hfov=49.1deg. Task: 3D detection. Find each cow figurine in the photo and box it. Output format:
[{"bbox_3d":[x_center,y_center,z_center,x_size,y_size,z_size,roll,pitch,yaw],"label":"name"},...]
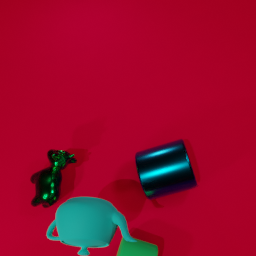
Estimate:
[{"bbox_3d":[-1.882,1.246,7.081,1.362,0.760,1.384,-32,53,31],"label":"cow figurine"}]

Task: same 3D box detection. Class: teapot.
[{"bbox_3d":[-0.739,1.930,5.429,2.026,1.259,0.992,-12,55,23],"label":"teapot"}]

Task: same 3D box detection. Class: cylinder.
[{"bbox_3d":[0.183,3.046,6.527,0.833,0.833,0.833,17,68,1],"label":"cylinder"},{"bbox_3d":[0.960,1.040,7.047,1.260,1.260,1.260,-18,67,10],"label":"cylinder"}]
